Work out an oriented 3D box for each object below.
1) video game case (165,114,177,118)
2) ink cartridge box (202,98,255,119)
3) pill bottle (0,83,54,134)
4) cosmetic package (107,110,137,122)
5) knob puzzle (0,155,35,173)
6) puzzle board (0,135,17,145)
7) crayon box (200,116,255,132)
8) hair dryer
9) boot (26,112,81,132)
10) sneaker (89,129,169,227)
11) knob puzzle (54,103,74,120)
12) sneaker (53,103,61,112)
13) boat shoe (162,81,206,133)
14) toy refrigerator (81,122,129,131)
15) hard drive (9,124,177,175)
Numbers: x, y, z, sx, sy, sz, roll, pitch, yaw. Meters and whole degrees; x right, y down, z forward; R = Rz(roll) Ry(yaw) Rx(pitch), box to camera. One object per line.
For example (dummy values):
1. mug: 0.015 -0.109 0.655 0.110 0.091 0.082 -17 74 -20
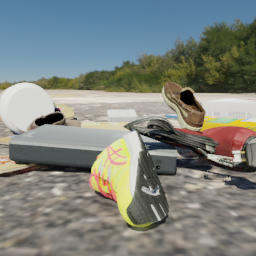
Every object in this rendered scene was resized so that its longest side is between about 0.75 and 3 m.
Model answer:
1. video game case: 2.895 -0.665 15.346 1.416 0.126 1.013 -5 9 -33
2. ink cartridge box: 4.056 -0.358 9.311 2.414 1.153 2.749 6 10 35
3. pill bottle: -3.433 -0.649 9.311 1.650 1.650 2.836 -4 7 -27
4. cosmetic package: -0.261 -0.469 12.057 1.208 0.431 0.613 -2 35 -11
5. knob puzzle: -2.255 0.709 5.247 1.242 0.172 1.242 0 7 0
6. puzzle board: -3.317 0.343 8.179 0.914 0.105 1.212 2 8 25
7. crayon box: 3.022 0.171 7.068 2.850 0.735 1.792 6 10 35
8. hair dryer: 1.380 0.134 5.217 2.279 0.813 2.992 19 -2 21
9. boot: -1.880 -0.062 7.527 1.703 0.598 1.245 -25 -13 -32
10. sneaker: -0.079 0.703 3.726 0.930 0.805 2.060 -25 13 4
11. knob puzzle: -3.843 -0.646 13.717 2.880 0.399 2.880 4 23 -2
12. sneaker: -3.328 -0.718 12.434 0.848 0.721 1.938 -3 22 0
13. boat shoe: 1.186 -0.591 5.779 0.582 0.583 1.577 -2 41 -20
14. toy refrigerator: -0.596 0.077 8.436 1.566 0.548 0.594 0 8 -1
15. hard drive: -0.599 0.376 5.830 2.942 0.484 2.053 4 8 1
